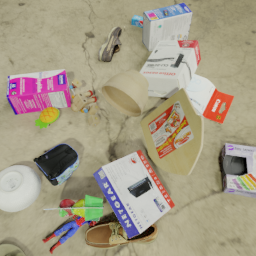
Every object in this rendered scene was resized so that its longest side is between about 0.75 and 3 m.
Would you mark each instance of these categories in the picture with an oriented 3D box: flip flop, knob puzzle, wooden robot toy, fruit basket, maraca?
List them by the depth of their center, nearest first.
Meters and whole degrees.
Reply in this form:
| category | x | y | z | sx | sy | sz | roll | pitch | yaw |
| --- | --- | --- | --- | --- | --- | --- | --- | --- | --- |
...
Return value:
| category | x | y | z | sx | sy | sz | roll | pitch | yaw |
| --- | --- | --- | --- | --- | --- | --- | --- | --- | --- |
| flip flop | -3.244 | 4.156 | 8.136 | 0.813 | 0.577 | 2.004 | -37 | 63 | -23 |
| fruit basket | -1.537 | 2.436 | 8.323 | 1.642 | 1.521 | 0.770 | -6 | 75 | -7 |
| knob puzzle | 1.675 | 0.372 | 9.803 | 0.413 | 2.981 | 2.981 | 5 | 47 | -40 |
| maraca | -3.252 | -0.420 | 11.288 | 0.758 | 0.592 | 1.106 | 25 | 60 | 23 |
| wooden robot toy | -1.878 | -0.925 | 11.563 | 0.962 | 0.991 | 2.184 | -21 | 75 | -49 |

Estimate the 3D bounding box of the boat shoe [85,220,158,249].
| category | x | y | z | sx | sy | sz | roll | pitch | yaw |
| --- | --- | --- | --- | --- | --- | --- | --- | --- | --- |
| boat shoe | -0.181 | 3.174 | 8.621 | 2.273 | 0.839 | 0.860 | -6 | 61 | -4 |

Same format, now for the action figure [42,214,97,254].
| category | x | y | z | sx | sy | sz | roll | pitch | yaw |
| --- | --- | --- | --- | --- | --- | --- | --- | --- | --- |
| action figure | -1.682 | 3.075 | 8.679 | 1.895 | 0.938 | 0.618 | -34 | 83 | -24 |

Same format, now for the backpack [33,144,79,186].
| category | x | y | z | sx | sy | sz | roll | pitch | yaw |
| --- | --- | --- | --- | --- | --- | --- | --- | --- | --- |
| backpack | -2.408 | 1.264 | 9.895 | 1.304 | 0.958 | 1.193 | -39 | 64 | -24 |

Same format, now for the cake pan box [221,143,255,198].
| category | x | y | z | sx | sy | sz | roll | pitch | yaw |
| --- | --- | --- | --- | --- | --- | --- | --- | --- | --- |
| cake pan box | 4.349 | 1.523 | 10.002 | 2.003 | 0.524 | 1.844 | 9 | 54 | 6 |

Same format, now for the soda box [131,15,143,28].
| category | x | y | z | sx | sy | sz | roll | pitch | yaw |
| --- | --- | --- | --- | --- | --- | --- | --- | --- | --- |
| soda box | 0.824 | -5.626 | 14.991 | 1.242 | 0.398 | 0.421 | 22 | 58 | 15 |

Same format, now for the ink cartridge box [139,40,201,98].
| category | x | y | z | sx | sy | sz | roll | pitch | yaw |
| --- | --- | --- | --- | --- | --- | --- | --- | --- | --- |
| ink cartridge box | 1.821 | -2.610 | 12.183 | 1.894 | 1.099 | 2.624 | 9 | 54 | 30 |

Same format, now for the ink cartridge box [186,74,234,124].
| category | x | y | z | sx | sy | sz | roll | pitch | yaw |
| --- | --- | --- | --- | --- | --- | --- | --- | --- | --- |
| ink cartridge box | 3.282 | -1.307 | 11.943 | 2.194 | 0.519 | 1.756 | 24 | 59 | 17 |

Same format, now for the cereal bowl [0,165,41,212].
| category | x | y | z | sx | sy | sz | roll | pitch | yaw |
| --- | --- | --- | --- | --- | --- | --- | --- | --- | --- |
| cereal bowl | -3.886 | 1.967 | 9.588 | 1.659 | 0.691 | 1.659 | 0 | 55 | 0 |

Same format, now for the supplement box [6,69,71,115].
| category | x | y | z | sx | sy | sz | roll | pitch | yaw |
| --- | --- | --- | --- | --- | --- | --- | --- | --- | --- |
| supplement box | -3.652 | -1.499 | 11.658 | 2.365 | 1.222 | 1.197 | -9 | 57 | -8 |

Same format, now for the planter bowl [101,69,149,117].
| category | x | y | z | sx | sy | sz | roll | pitch | yaw |
| --- | --- | --- | --- | --- | --- | --- | --- | --- | --- |
| planter bowl | 0.043 | -1.507 | 11.130 | 1.884 | 1.884 | 1.268 | 27 | 70 | 17 |

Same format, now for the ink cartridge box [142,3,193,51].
| category | x | y | z | sx | sy | sz | roll | pitch | yaw |
| --- | --- | --- | --- | --- | --- | --- | --- | --- | --- |
| ink cartridge box | 2.055 | -4.942 | 13.687 | 2.564 | 1.750 | 0.979 | -15 | 56 | -10 |

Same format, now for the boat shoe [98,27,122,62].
| category | x | y | z | sx | sy | sz | roll | pitch | yaw |
| --- | --- | --- | --- | --- | --- | --- | --- | --- | --- |
| boat shoe | -0.726 | -4.031 | 13.745 | 0.809 | 0.822 | 2.206 | 23 | 67 | 4 |

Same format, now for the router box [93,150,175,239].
| category | x | y | z | sx | sy | sz | roll | pitch | yaw |
| --- | --- | --- | --- | --- | --- | --- | --- | --- | --- |
| router box | 0.232 | 1.894 | 8.481 | 1.900 | 0.517 | 2.117 | -18 | 72 | -50 |
